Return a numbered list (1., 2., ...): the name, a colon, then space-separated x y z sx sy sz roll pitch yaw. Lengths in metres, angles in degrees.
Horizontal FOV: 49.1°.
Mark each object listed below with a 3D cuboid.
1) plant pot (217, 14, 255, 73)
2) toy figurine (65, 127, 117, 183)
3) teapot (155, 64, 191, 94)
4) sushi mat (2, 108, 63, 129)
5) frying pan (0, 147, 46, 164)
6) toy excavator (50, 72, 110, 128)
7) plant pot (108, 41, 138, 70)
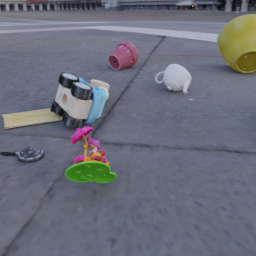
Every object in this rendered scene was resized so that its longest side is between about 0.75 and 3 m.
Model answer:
1. plant pot: 5.980 -3.925 14.078 2.760 2.760 1.959 3 53 7
2. toy figurine: -0.743 0.480 5.699 1.137 0.854 1.047 27 42 -43
3. teapot: 1.884 -1.948 11.437 0.907 1.226 1.242 -52 12 -11
4. sushi mat: -2.826 -0.365 8.969 2.195 0.133 1.050 -10 26 -21
5. frying pan: -2.551 0.599 6.922 1.128 0.184 0.682 18 30 27
6. toy excavator: -1.250 -1.012 9.270 2.532 1.265 2.462 2 27 -42
7. plant pot: -0.344 -3.759 14.960 1.373 1.373 1.229 21 48 37
